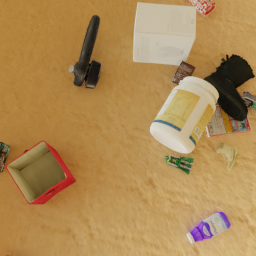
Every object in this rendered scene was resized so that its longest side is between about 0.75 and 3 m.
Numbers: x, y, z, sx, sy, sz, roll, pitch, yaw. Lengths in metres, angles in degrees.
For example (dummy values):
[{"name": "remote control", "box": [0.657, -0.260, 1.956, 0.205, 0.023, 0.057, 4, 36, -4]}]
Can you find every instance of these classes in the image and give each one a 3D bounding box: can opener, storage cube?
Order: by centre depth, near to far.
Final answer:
[{"name": "storage cube", "box": [-2.929, 1.576, 9.697, 1.501, 1.578, 1.756, -35, 77, -9]}, {"name": "can opener", "box": [-1.605, -3.028, 11.175, 1.154, 0.930, 2.936, 12, 83, -26]}]

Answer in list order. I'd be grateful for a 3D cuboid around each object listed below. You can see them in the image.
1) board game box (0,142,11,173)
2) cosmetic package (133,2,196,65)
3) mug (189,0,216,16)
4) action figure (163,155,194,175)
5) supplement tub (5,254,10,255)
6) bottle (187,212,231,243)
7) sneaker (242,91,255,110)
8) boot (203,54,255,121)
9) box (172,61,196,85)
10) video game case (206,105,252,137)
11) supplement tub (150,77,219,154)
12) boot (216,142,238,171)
[{"name": "board game box", "box": [-4.672, 1.085, 10.284, 0.147, 0.706, 1.044, 11, 74, 4]}, {"name": "cosmetic package", "box": [1.321, -3.534, 10.788, 2.153, 2.146, 1.323, 4, 75, 1]}, {"name": "mug", "box": [3.271, -5.591, 12.081, 1.091, 0.820, 1.229, -33, 80, -7]}, {"name": "action figure", "box": [1.848, 1.266, 10.463, 1.105, 0.302, 0.653, 18, 78, 8]}, {"name": "supplement tub", "box": [-3.786, 4.781, 9.274, 1.133, 0.694, 0.694, 37, 78, 10]}, {"name": "bottle", "box": [2.779, 3.493, 9.727, 1.508, 0.492, 0.630, -25, 75, -7]}, {"name": "sneaker", "box": [5.173, -0.977, 10.962, 1.489, 0.554, 0.652, 27, 54, -2]}, {"name": "boot", "box": [4.202, -1.648, 10.925, 1.933, 0.873, 2.358, -38, 76, -18]}, {"name": "box", "box": [2.223, -2.139, 11.208, 0.616, 0.622, 0.750, 27, 76, 7]}, {"name": "video game case", "box": [3.848, -0.344, 10.962, 1.698, 0.148, 1.214, -8, 74, -2]}, {"name": "supplement tub", "box": [2.073, -0.472, 10.160, 1.733, 1.733, 2.395, 31, 77, 8]}, {"name": "boot", "box": [3.646, 1.046, 10.478, 0.738, 0.345, 0.949, 21, 74, 5]}]
